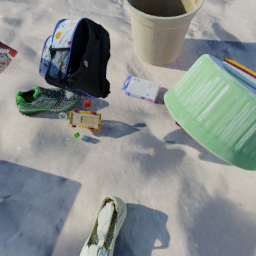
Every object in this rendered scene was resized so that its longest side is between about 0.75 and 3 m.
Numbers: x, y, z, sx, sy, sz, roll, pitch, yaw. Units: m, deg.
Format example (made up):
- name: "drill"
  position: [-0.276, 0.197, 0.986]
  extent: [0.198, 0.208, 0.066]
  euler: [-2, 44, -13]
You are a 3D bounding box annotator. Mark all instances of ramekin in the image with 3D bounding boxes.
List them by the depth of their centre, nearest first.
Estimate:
- name: "ramekin"
  position: [2.515, -0.512, 6.952]
  extent: [2.963, 1.447, 2.963]
  euler: [28, 26, -15]

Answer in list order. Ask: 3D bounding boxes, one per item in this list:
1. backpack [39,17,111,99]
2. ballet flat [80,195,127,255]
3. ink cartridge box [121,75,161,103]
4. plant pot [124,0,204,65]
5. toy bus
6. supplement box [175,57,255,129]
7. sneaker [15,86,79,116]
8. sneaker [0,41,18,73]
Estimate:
- name: "backpack"
  position: [-1.360, -1.965, 7.779]
  extent: [1.622, 2.106, 2.006]
  euler: [17, 92, 24]
- name: "ballet flat"
  position: [-0.775, 3.085, 7.647]
  extent: [0.934, 0.934, 2.687]
  euler: [14, 59, 9]
- name: "ink cartridge box"
  position: [0.491, -1.530, 10.901]
  extent: [1.389, 0.292, 0.829]
  euler: [19, 59, 8]
- name: "plant pot"
  position: [1.254, -4.105, 11.096]
  extent: [2.934, 2.686, 2.934]
  euler: [0, 58, 0]
- name: "toy bus"
  position: [-1.552, -0.311, 9.908]
  extent: [1.200, 0.657, 1.272]
  euler: [-37, 92, 5]
- name: "supplement box"
  position: [3.229, -0.961, 9.955]
  extent: [1.623, 1.260, 2.942]
  euler: [37, 65, 21]
- name: "sneaker"
  position: [-2.928, -1.079, 10.209]
  extent: [2.297, 0.979, 0.896]
  euler: [-14, 59, -9]
- name: "sneaker"
  position: [-3.560, -1.822, 7.196]
  extent: [0.945, 2.427, 0.997]
  euler: [30, 92, -7]
